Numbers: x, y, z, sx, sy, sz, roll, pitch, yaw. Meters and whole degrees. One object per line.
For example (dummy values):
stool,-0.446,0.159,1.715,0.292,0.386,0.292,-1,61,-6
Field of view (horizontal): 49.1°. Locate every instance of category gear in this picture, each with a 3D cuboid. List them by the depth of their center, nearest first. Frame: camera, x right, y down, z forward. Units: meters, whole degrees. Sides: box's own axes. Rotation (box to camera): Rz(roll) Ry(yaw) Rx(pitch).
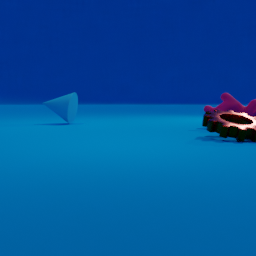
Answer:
gear,2.402,-0.083,6.294,1.393,0.258,1.393,5,21,-2

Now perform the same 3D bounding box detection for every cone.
cone,-2.641,-0.835,10.515,1.198,1.194,1.194,10,6,5

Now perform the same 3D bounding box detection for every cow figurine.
cow figurine,3.274,-0.397,8.523,1.518,0.833,1.494,-34,51,-3
